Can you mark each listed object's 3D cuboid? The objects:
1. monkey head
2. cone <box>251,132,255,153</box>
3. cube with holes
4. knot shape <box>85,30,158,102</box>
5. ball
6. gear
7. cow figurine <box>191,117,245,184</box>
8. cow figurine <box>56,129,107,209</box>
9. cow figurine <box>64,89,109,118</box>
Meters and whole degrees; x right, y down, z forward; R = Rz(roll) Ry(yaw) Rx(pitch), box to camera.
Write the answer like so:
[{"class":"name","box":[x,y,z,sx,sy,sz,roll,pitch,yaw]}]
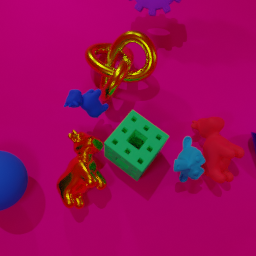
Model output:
[{"class":"monkey head","box":[1.425,0.849,6.930,0.884,0.741,1.229,1,100,-18]},{"class":"cone","box":[3.614,0.767,7.263,1.097,1.097,1.101,14,96,4]},{"class":"cube with holes","box":[0.174,0.465,6.980,1.091,1.091,1.091,36,70,10]},{"class":"knot shape","box":[-0.360,-1.835,7.705,2.051,0.948,1.919,-46,56,4]},{"class":"ball","box":[-3.008,1.202,6.401,1.369,1.369,1.369,0,75,0]},{"class":"gear","box":[0.727,-3.925,7.504,1.683,0.311,1.683,3,107,10]},{"class":"cow figurine","box":[2.185,0.496,7.258,0.843,1.512,1.536,2,112,-38]},{"class":"cow figurine","box":[-1.234,0.960,7.025,1.668,0.916,1.641,-43,60,7]},{"class":"cow figurine","box":[-1.018,-0.570,6.778,0.959,0.535,0.974,-45,123,-30]}]
